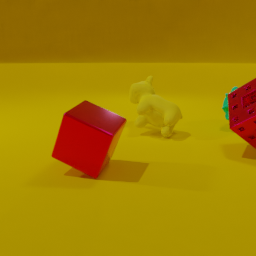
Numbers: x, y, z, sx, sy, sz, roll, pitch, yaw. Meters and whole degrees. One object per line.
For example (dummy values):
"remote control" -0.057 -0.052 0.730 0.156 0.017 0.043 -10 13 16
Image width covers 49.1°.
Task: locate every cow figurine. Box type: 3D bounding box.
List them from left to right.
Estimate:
"cow figurine" 0.666 -0.579 6.895 1.505 0.826 1.481 20 45 14
"cow figurine" 3.170 -0.448 6.832 1.526 0.851 1.551 14 0 -32

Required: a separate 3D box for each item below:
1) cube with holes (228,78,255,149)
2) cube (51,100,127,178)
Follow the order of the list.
"cube with holes" 2.541 -0.294 5.203 0.913 0.913 0.913 33 -42 -22
"cube" -0.609 0.151 4.520 0.809 0.809 0.809 25 24 5
